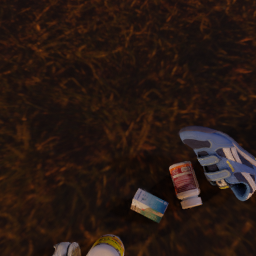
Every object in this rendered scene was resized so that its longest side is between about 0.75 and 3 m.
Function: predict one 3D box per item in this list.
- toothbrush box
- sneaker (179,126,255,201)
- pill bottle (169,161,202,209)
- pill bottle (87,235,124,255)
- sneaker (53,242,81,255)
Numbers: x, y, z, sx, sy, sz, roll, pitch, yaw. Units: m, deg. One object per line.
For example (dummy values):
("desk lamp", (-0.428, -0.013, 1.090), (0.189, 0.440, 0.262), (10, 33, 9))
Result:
("toothbrush box", (0.536, 1.989, 7.163), (0.837, 0.613, 0.357), (26, 52, 12))
("sneaker", (2.321, 0.863, 7.021), (2.599, 0.961, 1.069), (33, 72, -11))
("pill bottle", (1.533, 1.505, 7.410), (0.622, 0.622, 1.136), (-11, 70, -6))
("pill bottle", (-0.473, 2.842, 6.273), (0.739, 1.353, 0.739), (0, 81, 3))
("sneaker", (-1.524, 3.331, 6.160), (0.639, 0.607, 1.588), (-6, 42, 15))
